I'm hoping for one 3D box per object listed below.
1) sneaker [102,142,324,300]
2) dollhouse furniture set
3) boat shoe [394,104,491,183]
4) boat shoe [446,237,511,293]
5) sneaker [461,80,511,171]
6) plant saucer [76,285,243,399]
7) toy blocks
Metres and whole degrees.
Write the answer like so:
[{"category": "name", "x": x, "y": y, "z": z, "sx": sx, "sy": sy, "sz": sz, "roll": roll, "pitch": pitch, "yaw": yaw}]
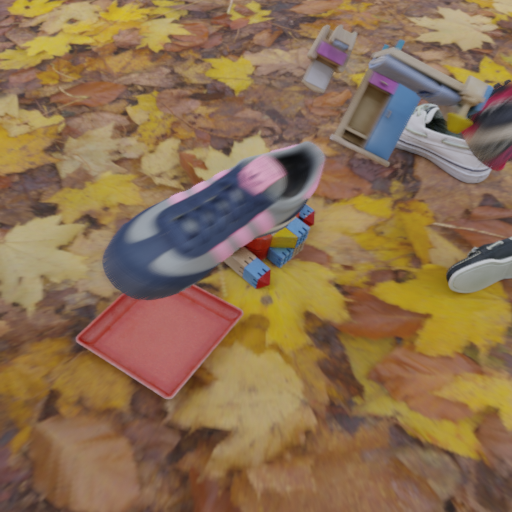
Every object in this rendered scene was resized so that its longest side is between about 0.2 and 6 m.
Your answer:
[{"category": "sneaker", "x": -0.380, "y": -0.608, "z": 6.547, "sx": 1.100, "sy": 1.286, "sz": 3.135, "roll": 48, "pitch": 47, "yaw": 8}, {"category": "dollhouse furniture set", "x": 1.608, "y": -2.043, "z": 7.461, "sx": 2.007, "sy": 1.388, "sz": 2.126, "roll": 24, "pitch": 14, "yaw": -10}, {"category": "boat shoe", "x": 3.803, "y": -2.809, "z": 12.226, "sx": 3.189, "sy": 1.065, "sz": 1.173, "roll": 36, "pitch": 56, "yaw": 29}, {"category": "boat shoe", "x": 4.012, "y": 0.118, "z": 9.707, "sx": 1.985, "sy": 0.750, "sz": 0.599, "roll": -9, "pitch": 47, "yaw": -25}, {"category": "sneaker", "x": 4.021, "y": -1.946, "z": 7.123, "sx": 2.673, "sy": 0.998, "sz": 1.078, "roll": -14, "pitch": 37, "yaw": 40}, {"category": "plant saucer", "x": -1.486, "y": 1.198, "z": 8.884, "sx": 1.915, "sy": 0.351, "sz": 1.911, "roll": 25, "pitch": 51, "yaw": 23}, {"category": "toy blocks", "x": 0.149, "y": -0.573, "z": 10.163, "sx": 1.760, "sy": 1.286, "sz": 2.574, "roll": 39, "pitch": 58, "yaw": 18}]
